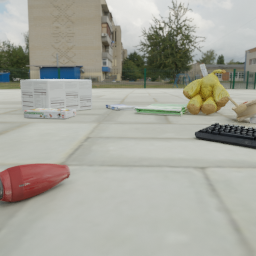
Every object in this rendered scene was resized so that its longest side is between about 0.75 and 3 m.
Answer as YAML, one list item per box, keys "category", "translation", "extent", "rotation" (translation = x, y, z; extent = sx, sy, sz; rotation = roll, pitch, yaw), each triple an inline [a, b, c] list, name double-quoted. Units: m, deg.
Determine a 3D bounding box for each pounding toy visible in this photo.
- category: "pounding toy"
  translation: [4.237, -0.872, 10.059]
  extent: [0.984, 0.987, 1.720]
  rotation: [-25, -1, 17]

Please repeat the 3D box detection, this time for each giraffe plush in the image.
- category: "giraffe plush"
  translation: [3.666, -1.445, 12.758]
  extent: [1.998, 2.315, 1.877]
  rotation: [-2, -22, 25]

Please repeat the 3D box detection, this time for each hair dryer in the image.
- category: "hair dryer"
  translation: [-1.628, 0.652, 3.853]
  extent: [1.637, 0.445, 1.247]
  rotation: [-1, 9, -10]

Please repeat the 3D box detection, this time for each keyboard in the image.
- category: "keyboard"
  translation: [3.222, 0.190, 6.834]
  extent: [1.657, 0.354, 2.759]
  rotation: [-9, 15, -44]

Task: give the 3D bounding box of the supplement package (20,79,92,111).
- category: "supplement package"
  translation: [-3.461, -1.620, 13.737]
  extent: [2.127, 1.514, 2.731]
  rotation: [8, 12, 37]

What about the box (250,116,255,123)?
- category: "box"
  translation: [5.078, -0.259, 9.577]
  extent: [1.003, 0.253, 1.390]
  rotation: [-6, 11, -33]

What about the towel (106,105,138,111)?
- category: "towel"
  translation: [-0.324, -1.103, 14.637]
  extent: [1.263, 0.205, 1.720]
  rotation: [-4, 10, -25]

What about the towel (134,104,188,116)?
- category: "towel"
  translation: [1.742, -0.944, 13.302]
  extent: [2.275, 0.349, 2.983]
  rotation: [3, 10, 21]

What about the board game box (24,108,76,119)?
- category: "board game box"
  translation: [-3.145, -0.599, 11.399]
  extent: [1.761, 0.305, 1.112]
  rotation: [2, 9, 11]
